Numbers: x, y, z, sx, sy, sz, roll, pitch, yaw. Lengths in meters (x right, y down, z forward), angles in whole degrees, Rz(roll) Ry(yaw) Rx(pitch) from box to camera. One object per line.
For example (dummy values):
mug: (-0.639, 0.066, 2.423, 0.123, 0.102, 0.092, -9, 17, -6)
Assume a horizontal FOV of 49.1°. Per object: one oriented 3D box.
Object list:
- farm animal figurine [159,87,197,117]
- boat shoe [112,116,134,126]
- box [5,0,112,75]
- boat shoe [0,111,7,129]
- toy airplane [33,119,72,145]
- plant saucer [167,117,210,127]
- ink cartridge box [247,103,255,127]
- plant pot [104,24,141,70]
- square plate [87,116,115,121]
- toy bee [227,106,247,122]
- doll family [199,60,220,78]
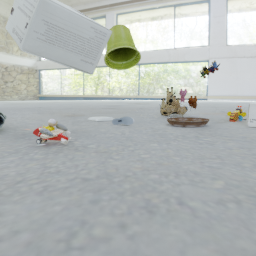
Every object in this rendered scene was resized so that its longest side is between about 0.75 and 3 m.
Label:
farm animal figurine: (2.625, -1.207, 15.591, 2.385, 1.244, 2.359, 11, -18, -32)
boat shoe: (-0.128, -0.275, 11.720, 1.030, 0.380, 0.439, -7, -1, 30)
box: (-2.050, -2.835, 8.102, 2.200, 1.438, 2.189, 12, 23, -41)
boat shoe: (-4.908, -0.274, 9.869, 1.040, 1.019, 2.921, 20, 2, -12)
toy airplane: (-1.941, 0.094, 7.366, 0.947, 0.671, 0.951, -5, 10, -29)
plant saucer: (2.477, -0.246, 11.641, 1.756, 0.282, 1.756, 1, 7, 0)
ink cartridge box: (5.974, -0.560, 11.321, 1.660, 0.963, 2.293, 5, 9, 36)
plant pot: (-0.351, -3.895, 13.231, 1.734, 1.594, 1.734, -7, -23, -3)
square plate: (-1.300, -0.460, 13.824, 1.092, 0.157, 1.102, -5, 9, -32)
toy bee: (5.238, -0.702, 13.485, 0.881, 0.732, 1.347, 2, 8, 23)
doll family: (3.693, -2.611, 12.615, 1.004, 0.394, 0.580, -23, -46, 25)
